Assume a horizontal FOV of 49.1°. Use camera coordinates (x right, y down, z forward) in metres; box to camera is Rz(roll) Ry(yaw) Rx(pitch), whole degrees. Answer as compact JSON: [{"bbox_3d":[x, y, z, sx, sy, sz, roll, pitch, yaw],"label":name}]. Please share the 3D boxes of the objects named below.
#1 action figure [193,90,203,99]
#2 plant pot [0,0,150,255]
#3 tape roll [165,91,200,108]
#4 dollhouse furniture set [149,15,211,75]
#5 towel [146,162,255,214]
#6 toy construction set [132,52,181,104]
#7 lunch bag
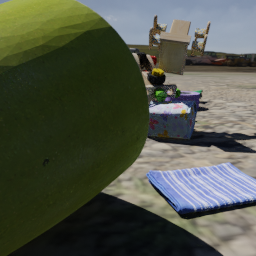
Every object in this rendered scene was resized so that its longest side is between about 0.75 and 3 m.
[{"bbox_3d":[2.744,-1.542,13.668,1.659,0.454,0.980,-1,13,27],"label":"action figure"},{"bbox_3d":[-1.543,0.230,2.786,2.679,2.679,2.863,7,29,26],"label":"plant pot"},{"bbox_3d":[2.283,-1.187,11.854,1.443,0.613,1.443,0,14,0],"label":"tape roll"},{"bbox_3d":[1.389,-2.559,7.824,1.635,1.158,1.780,12,59,10],"label":"dollhouse furniture set"},{"bbox_3d":[1.240,0.856,4.317,1.666,0.199,1.206,-4,15,-18],"label":"towel"},{"bbox_3d":[0.825,-0.847,8.586,2.740,2.285,2.105,20,17,-32],"label":"toy construction set"},{"bbox_3d":[1.194,-0.298,7.597,1.237,0.928,1.459,3,24,18],"label":"lunch bag"}]
